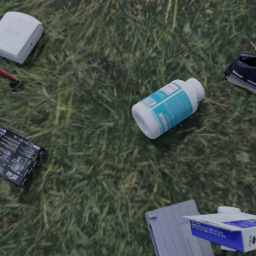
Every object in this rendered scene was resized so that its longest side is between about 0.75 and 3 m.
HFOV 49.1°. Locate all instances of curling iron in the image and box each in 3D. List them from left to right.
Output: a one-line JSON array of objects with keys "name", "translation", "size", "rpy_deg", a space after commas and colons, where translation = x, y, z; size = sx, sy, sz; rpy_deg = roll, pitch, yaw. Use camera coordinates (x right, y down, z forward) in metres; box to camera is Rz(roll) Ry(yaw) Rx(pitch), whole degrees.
[{"name": "curling iron", "translation": [-5.371, -2.272, 11.817], "size": [2.244, 0.287, 0.556], "rpy_deg": [35, 75, 11]}]

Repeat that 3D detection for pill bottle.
[{"name": "pill bottle", "translation": [1.599, -0.848, 10.708], "size": [2.672, 1.480, 1.480], "rpy_deg": [-32, 74, -10]}, {"name": "pill bottle", "translation": [3.462, 3.443, 9.612], "size": [0.765, 0.765, 1.381], "rpy_deg": [8, 70, 3]}]

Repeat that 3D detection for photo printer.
[{"name": "photo printer", "translation": [-4.855, -4.026, 12.168], "size": [1.785, 0.745, 2.146], "rpy_deg": [22, 72, 8]}]

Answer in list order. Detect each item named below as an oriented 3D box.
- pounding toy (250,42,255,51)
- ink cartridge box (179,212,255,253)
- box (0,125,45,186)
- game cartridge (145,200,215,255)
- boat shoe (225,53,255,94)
[{"name": "pounding toy", "translation": [5.880, -3.735, 12.283], "size": [0.757, 0.351, 0.584], "rpy_deg": [-18, 72, -6]}, {"name": "ink cartridge box", "translation": [2.799, 2.652, 7.336], "size": [2.980, 1.482, 0.584], "rpy_deg": [13, 81, -39]}, {"name": "box", "translation": [-4.444, 1.019, 10.610], "size": [2.026, 0.441, 1.623], "rpy_deg": [25, 73, 8]}, {"name": "game cartridge", "translation": [1.863, 4.072, 9.296], "size": [1.940, 0.574, 2.992], "rpy_deg": [-7, 70, -25]}, {"name": "boat shoe", "translation": [5.419, -2.045, 11.191], "size": [2.847, 1.320, 1.063], "rpy_deg": [19, 72, 7]}]
